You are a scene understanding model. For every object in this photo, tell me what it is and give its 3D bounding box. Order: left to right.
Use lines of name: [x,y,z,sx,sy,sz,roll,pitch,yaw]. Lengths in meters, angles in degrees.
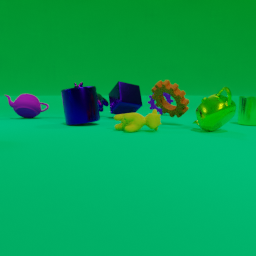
teapot: [-3.693,-0.863,10.171,1.586,0.777,0.986,9,-31,-17]
cylinder: [-1.389,-0.669,8.258,1.024,1.024,1.024,-7,6,1]
cow figurine: [-1.498,-1.149,10.683,0.765,1.371,1.393,-44,-2,22]
cube: [-0.106,-1.031,10.154,0.879,0.879,0.879,7,-30,-28]
cow figurine: [0.268,-0.168,6.912,0.974,0.544,0.990,-9,9,-35]
gear: [1.364,-1.103,11.741,1.055,1.055,0.195,3,4,20]
gear: [1.218,-0.837,8.190,0.220,1.187,1.187,-44,30,-26]
teapot: [2.049,-0.396,6.818,0.976,0.769,1.570,-20,-27,-29]
cylinder: [3.696,-0.518,8.260,0.832,0.832,0.832,1,7,0]
